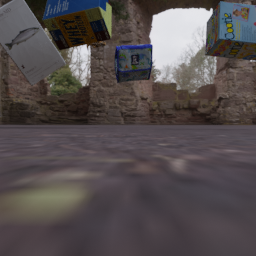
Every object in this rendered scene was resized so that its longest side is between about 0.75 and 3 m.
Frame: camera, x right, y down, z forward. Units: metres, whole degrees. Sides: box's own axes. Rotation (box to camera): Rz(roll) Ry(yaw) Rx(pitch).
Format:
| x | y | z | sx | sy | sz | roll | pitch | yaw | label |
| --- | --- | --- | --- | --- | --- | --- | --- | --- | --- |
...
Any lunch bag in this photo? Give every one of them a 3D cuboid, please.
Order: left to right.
| x | y | z | sx | sy | sz | roll | pitch | yaw | label |
| --- | --- | --- | --- | --- | --- | --- | --- | --- | --- |
| 0.207 | -2.627 | 11.101 | 1.426 | 1.069 | 1.677 | -7 | -30 | -8 | lunch bag |

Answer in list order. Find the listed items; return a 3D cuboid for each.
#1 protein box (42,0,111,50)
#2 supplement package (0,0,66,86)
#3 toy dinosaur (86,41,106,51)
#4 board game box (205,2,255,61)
| x | y | z | sx | sy | sz | roll | pitch | yaw | label |
| --- | --- | --- | --- | --- | --- | --- | --- | --- | --- |
| -1.428 | -3.414 | 8.317 | 1.644 | 1.632 | 1.109 | -9 | -34 | 11 | protein box |
| -3.710 | -3.092 | 10.180 | 1.532 | 2.621 | 1.537 | -36 | 26 | -7 | supplement package |
| -1.334 | -3.655 | 11.802 | 0.933 | 0.530 | 1.756 | -17 | 41 | -7 | toy dinosaur |
| 2.760 | -2.144 | 6.403 | 1.729 | 0.907 | 0.891 | 6 | -9 | -3 | board game box |
